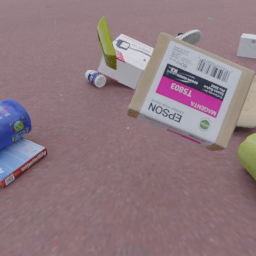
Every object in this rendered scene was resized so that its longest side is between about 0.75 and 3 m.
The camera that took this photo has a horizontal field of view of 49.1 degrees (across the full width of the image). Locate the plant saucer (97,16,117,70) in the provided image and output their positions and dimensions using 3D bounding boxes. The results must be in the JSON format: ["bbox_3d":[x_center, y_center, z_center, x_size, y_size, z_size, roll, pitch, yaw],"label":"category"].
[{"bbox_3d":[-0.688,-2.604,8.868,0.316,1.320,1.318,-16,-7,-4],"label":"plant saucer"}]

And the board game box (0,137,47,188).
[{"bbox_3d":[-3.844,0.558,7.769,2.920,0.284,1.503,19,38,25],"label":"board game box"}]

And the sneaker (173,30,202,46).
[{"bbox_3d":[2.251,-3.917,12.980,2.256,0.885,0.896,-32,49,4],"label":"sneaker"}]

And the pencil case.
[{"bbox_3d":[-3.883,0.285,7.015,1.242,1.116,2.860,20,40,32],"label":"pencil case"}]

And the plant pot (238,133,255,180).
[{"bbox_3d":[3.385,0.801,6.639,1.454,1.454,1.337,-8,24,-12],"label":"plant pot"}]

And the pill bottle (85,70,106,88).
[{"bbox_3d":[-1.327,-2.004,11.245,0.508,0.508,0.915,-24,41,-30],"label":"pill bottle"}]

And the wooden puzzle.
[{"bbox_3d":[3.091,-0.951,9.571,2.598,0.649,2.805,8,40,19],"label":"wooden puzzle"}]

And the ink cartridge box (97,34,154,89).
[{"bbox_3d":[-0.002,-2.815,11.590,1.707,0.994,2.358,25,38,0],"label":"ink cartridge box"}]

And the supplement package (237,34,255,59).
[{"bbox_3d":[6.097,-3.986,13.676,1.233,0.960,0.684,15,38,22],"label":"supplement package"}]

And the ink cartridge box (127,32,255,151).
[{"bbox_3d":[1.102,-0.620,5.087,1.845,1.520,0.693,22,-8,0],"label":"ink cartridge box"}]
